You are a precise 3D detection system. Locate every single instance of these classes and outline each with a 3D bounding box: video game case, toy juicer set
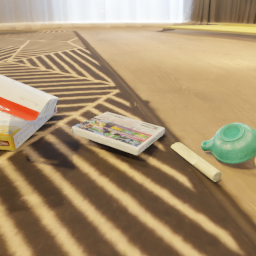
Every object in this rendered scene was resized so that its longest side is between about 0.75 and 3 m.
[{"bbox_3d":[-0.221,0.080,7.864,2.026,0.233,1.846,17,23,23],"label":"video game case"},{"bbox_3d":[2.639,0.541,6.564,2.899,0.789,1.844,-26,36,9],"label":"toy juicer set"}]

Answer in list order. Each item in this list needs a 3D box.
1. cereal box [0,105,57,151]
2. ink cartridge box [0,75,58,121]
[{"bbox_3d":[-3.579,-0.245,8.484,1.910,0.525,2.654,3,27,10],"label":"cereal box"},{"bbox_3d":[-2.905,-0.849,6.681,1.976,0.584,2.469,23,4,-5],"label":"ink cartridge box"}]
